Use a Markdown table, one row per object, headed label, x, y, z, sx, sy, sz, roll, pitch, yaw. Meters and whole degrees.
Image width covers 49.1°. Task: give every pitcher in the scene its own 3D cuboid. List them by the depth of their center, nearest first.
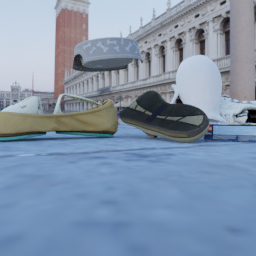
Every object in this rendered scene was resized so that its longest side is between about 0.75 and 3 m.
| label | x | y | z | sx | sy | sz | roll | pitch | yaw |
| --- | --- | --- | --- | --- | --- | --- | --- | --- | --- |
| pitcher | 1.684 | -0.870 | 7.396 | 1.651 | 1.924 | 1.166 | -5 | -18 | -3 |

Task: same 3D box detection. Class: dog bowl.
| label | x | y | z | sx | sy | sz | roll | pitch | yaw |
| --- | --- | --- | --- | --- | --- | --- | --- | --- | --- |
| dog bowl | -0.878 | -3.024 | 11.734 | 2.986 | 0.876 | 2.986 | -5 | 2 | 0 |

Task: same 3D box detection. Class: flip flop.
| label | x | y | z | sx | sy | sz | roll | pitch | yaw |
| --- | --- | --- | --- | --- | --- | --- | --- | --- | --- |
| flip flop | 0.555 | -0.122 | 4.757 | 0.842 | 0.598 | 2.078 | -42 | 33 | -16 |

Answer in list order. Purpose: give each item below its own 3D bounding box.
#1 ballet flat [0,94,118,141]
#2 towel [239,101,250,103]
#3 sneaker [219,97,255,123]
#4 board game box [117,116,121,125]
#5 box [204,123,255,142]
| label | x | y | z | sx | sy | sz | roll | pitch | yaw |
| --- | --- | --- | --- | --- | --- | --- | --- | --- | --- |
| ballet flat | -1.311 | -0.195 | 4.682 | 2.404 | 0.758 | 0.825 | -1 | 2 | -28 |
| towel | 5.312 | -0.570 | 11.241 | 1.594 | 0.415 | 2.405 | 31 | -15 | -34 |
| sneaker | 2.762 | -0.337 | 7.531 | 2.557 | 0.961 | 1.036 | 0 | 11 | 29 |
| board game box | -0.825 | -0.372 | 13.600 | 0.836 | 0.431 | 0.439 | -1 | 3 | -30 |
| box | 1.774 | 0.050 | 4.749 | 0.947 | 0.261 | 1.387 | 1 | 2 | 14 |
